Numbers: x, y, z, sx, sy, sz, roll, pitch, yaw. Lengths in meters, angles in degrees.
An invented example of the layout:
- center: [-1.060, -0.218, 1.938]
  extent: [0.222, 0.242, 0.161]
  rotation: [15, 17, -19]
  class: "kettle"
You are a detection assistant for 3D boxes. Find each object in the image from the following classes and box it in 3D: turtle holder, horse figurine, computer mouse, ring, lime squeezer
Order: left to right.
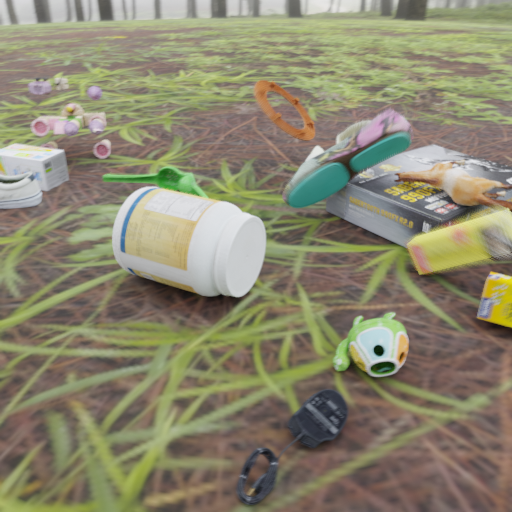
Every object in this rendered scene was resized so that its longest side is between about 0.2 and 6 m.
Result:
- center: [-1.732, -1.498, 11.695]
  extent: [3.102, 0.585, 1.095]
  rotation: [20, 18, 31]
  class: "lime squeezer"
- center: [0.718, -3.441, 13.103]
  extent: [1.842, 0.177, 1.842]
  rotation: [28, 40, -26]
  class: "ring"
- center: [0.394, 1.977, 5.863]
  extent: [1.683, 0.286, 0.493]
  rotation: [-31, 66, -37]
  class: "computer mouse"
- center: [1.430, 1.134, 6.934]
  extent: [0.895, 0.680, 0.636]
  rotation: [4, 44, -2]
  class: "turtle holder"
- center: [3.682, -1.243, 9.843]
  extent: [1.442, 0.543, 2.177]
  rotation: [-9, 32, -26]
  class: "horse figurine"

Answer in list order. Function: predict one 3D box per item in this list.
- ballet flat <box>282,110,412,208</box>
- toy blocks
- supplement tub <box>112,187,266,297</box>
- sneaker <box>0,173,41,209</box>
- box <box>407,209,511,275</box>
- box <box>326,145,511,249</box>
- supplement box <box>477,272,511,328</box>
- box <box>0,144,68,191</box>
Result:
- center: [1.575, -1.812, 10.307]
  extent: [2.585, 0.894, 0.920]
  rotation: [-30, 53, 13]
  class: "ballet flat"
- center: [-4.603, -3.298, 13.733]
  extent: [1.821, 1.949, 1.641]
  rotation: [-4, 23, -7]
  class: "toy blocks"
- center: [-1.006, -0.202, 8.568]
  extent: [1.992, 1.441, 1.441]
  rotation: [15, 32, 24]
  class: "supplement tub"
- center: [-5.504, -1.340, 11.402]
  extent: [2.078, 0.736, 0.759]
  rotation: [-10, 30, -18]
  class: "sneaker"
- center: [3.164, -0.193, 8.615]
  extent: [1.576, 0.593, 0.395]
  rotation: [-18, 8, 44]
  class: "box"
- center: [3.518, -1.238, 11.117]
  extent: [3.388, 0.819, 2.683]
  rotation: [-20, 34, -32]
  class: "box"
- center: [3.693, 0.672, 7.671]
  extent: [1.108, 0.607, 0.603]
  rotation: [15, 12, 25]
  class: "supplement box"
- center: [-5.104, -2.009, 12.651]
  extent: [1.420, 0.720, 0.799]
  rotation: [10, 30, 18]
  class: "box"
